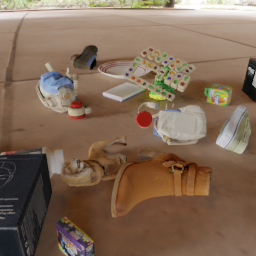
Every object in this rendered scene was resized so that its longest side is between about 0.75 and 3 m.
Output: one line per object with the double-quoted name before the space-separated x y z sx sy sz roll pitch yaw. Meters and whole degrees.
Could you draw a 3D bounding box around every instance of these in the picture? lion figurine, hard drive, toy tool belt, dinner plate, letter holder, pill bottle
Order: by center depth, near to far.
"pill bottle" -2.254 0.888 6.723 1.434 0.794 0.794 -7 29 -12
"lion figurine" -0.759 0.806 7.109 1.340 0.793 2.189 -4 14 9
"toy tool belt" 1.263 -0.129 8.470 2.060 1.287 1.266 5 -3 2
"toy tool belt" -2.402 -1.441 10.224 1.572 1.547 2.518 -20 34 -33
"letter holder" 6.006 -1.544 10.553 2.065 1.461 2.906 0 28 -3
"hard drive" -0.164 -1.544 11.839 1.021 0.196 1.548 20 35 33
"dinner plate" -0.138 -2.968 14.345 2.756 0.334 2.756 1 29 0

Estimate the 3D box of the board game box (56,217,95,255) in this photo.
"board game box" -0.902 2.010 4.802 0.793 0.656 0.225 23 35 38

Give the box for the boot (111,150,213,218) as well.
"boot" 0.801 1.218 6.034 1.827 0.870 2.362 12 31 21

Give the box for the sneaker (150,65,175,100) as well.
"sneaker" 1.456 -1.922 11.564 0.996 1.124 2.690 5 29 8

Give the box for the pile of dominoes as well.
"pile of dominoes" 1.222 -2.177 10.488 2.288 0.364 1.784 29 72 12

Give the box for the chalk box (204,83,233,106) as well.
"chalk box" 3.488 -1.333 11.005 1.023 0.639 0.634 15 31 27

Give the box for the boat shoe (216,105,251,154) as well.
"boat shoe" 3.292 0.054 8.463 0.738 0.857 2.379 37 41 9

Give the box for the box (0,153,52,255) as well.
"box" -2.445 1.492 5.255 1.552 1.120 2.092 -1 28 -2

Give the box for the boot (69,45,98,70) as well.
"boot" -2.054 -3.847 15.571 1.202 0.927 2.480 22 43 16
